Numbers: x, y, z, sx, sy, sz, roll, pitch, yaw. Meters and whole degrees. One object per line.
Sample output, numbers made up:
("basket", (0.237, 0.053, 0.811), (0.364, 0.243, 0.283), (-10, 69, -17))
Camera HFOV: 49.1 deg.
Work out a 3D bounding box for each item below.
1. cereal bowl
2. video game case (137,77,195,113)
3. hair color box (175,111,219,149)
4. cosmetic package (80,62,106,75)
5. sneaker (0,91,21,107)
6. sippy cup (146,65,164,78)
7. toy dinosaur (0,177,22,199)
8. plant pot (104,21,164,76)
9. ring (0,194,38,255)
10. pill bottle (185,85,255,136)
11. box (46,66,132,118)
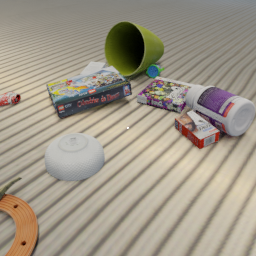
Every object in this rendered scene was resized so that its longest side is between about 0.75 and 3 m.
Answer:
("cereal bowl", (-1.567, 0.687, 8.150), (1.749, 0.728, 1.749), (0, 35, 0))
("video game case", (1.638, -1.425, 11.532), (1.867, 0.369, 2.060), (17, 38, 23))
("hair color box", (2.249, 0.028, 9.288), (0.775, 0.447, 1.397), (-22, 39, -18))
("cosmetic package", (-1.590, -2.531, 12.986), (0.767, 0.539, 1.513), (8, 35, 11))
("sneaker", (-4.791, -1.082, 10.995), (0.652, 0.406, 1.217), (13, 34, 22))
("sippy cup", (1.293, -2.728, 13.287), (0.803, 0.631, 0.589), (30, 31, 14))
("toy dinosaur", (-3.615, 1.884, 6.331), (1.082, 0.583, 2.455), (27, 50, 4))
("plant pot", (0.584, -3.820, 13.652), (2.412, 2.412, 2.578), (25, 27, 32))
("ring", (-3.279, 2.465, 5.987), (2.657, 0.255, 2.657), (0, 34, 0))
("pill bottle", (3.061, -0.724, 9.660), (1.246, 1.246, 2.236), (-19, 34, -25))
("box", (-1.591, -1.526, 11.162), (2.958, 0.557, 2.020), (-19, 37, -15))
